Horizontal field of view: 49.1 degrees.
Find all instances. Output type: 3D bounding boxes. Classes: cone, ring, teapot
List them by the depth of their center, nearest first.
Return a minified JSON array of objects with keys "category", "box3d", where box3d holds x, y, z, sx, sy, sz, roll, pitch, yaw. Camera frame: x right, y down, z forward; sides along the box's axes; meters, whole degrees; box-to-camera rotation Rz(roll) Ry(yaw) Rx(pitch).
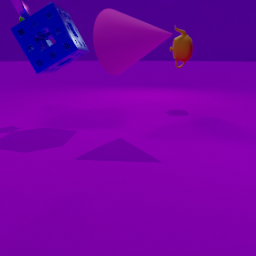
[{"category":"cone","box3d":[0.312,-2.147,6.742,1.638,1.632,1.632,3,14,32]},{"category":"ring","box3d":[-2.898,-3.459,7.300,0.249,1.243,1.243,-22,17,-2]},{"category":"teapot","box3d":[2.077,-3.197,11.078,0.832,1.700,1.057,-4,27,-1]}]

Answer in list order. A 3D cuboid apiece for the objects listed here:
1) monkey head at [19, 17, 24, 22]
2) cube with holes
[{"category":"monkey head","box3d":[-3.156,-3.026,8.873,0.608,1.009,0.726,-5,38,34]},{"category":"cube with holes","box3d":[-2.125,-2.456,7.915,1.327,1.327,1.327,-27,9,10]}]
